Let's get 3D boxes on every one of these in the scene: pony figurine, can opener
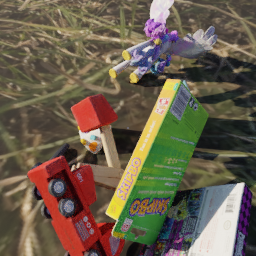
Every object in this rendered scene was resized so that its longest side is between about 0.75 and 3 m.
[{"bbox_3d":[0.869,-2.393,8.001,2.567,2.478,2.138,-41,94,-21],"label":"pony figurine"},{"bbox_3d":[-1.758,0.787,6.492,0.483,0.389,1.228,44,53,-5],"label":"can opener"}]

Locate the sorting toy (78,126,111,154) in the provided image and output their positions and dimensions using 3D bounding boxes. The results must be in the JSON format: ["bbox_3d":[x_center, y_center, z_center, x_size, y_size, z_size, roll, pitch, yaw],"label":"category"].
[{"bbox_3d":[-0.767,0.021,6.889,0.800,0.475,0.889,-37,49,18],"label":"sorting toy"}]

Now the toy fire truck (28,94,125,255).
[{"bbox_3d":[-0.673,0.954,5.202,2.000,0.691,2.836,-29,95,-46],"label":"toy fire truck"}]

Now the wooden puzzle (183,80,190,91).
[{"bbox_3d":[1.279,-0.350,6.819,0.133,1.125,1.898,1,55,-18],"label":"wooden puzzle"}]

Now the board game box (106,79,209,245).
[{"bbox_3d":[0.576,0.640,4.912,0.406,1.294,2.708,12,73,42],"label":"board game box"}]

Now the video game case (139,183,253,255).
[{"bbox_3d":[1.029,1.957,4.737,1.889,0.373,2.084,-22,30,45],"label":"video game case"}]
